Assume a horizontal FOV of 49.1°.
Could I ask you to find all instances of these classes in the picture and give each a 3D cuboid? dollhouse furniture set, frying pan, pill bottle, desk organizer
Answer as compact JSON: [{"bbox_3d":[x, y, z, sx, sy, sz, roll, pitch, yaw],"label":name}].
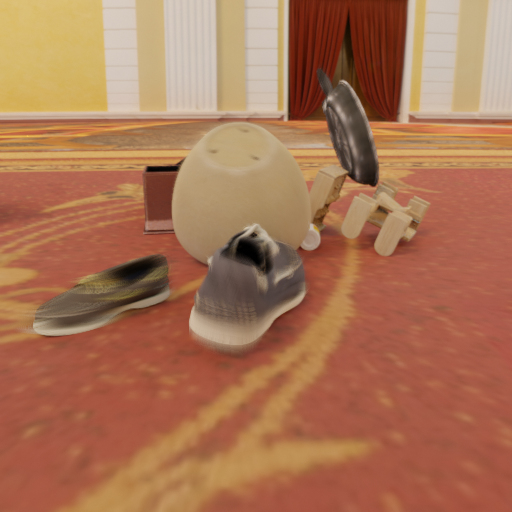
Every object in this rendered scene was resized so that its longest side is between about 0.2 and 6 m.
[{"bbox_3d":[1.791,-0.617,9.703,1.844,1.200,1.694,30,27,18],"label":"dollhouse furniture set"},{"bbox_3d":[1.499,-2.690,10.257,0.529,3.249,1.966,-20,-21,0],"label":"frying pan"},{"bbox_3d":[0.876,-0.340,9.337,0.358,0.358,0.645,1,16,4],"label":"pill bottle"},{"bbox_3d":[-1.732,-1.335,11.334,1.045,1.122,2.914,-3,17,-8],"label":"desk organizer"}]

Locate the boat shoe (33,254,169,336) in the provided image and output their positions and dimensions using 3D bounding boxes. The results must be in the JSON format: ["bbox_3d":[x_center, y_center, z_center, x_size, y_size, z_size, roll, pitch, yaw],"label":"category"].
[{"bbox_3d":[-1.735,0.402,6.406,0.607,0.513,1.702,28,34,35],"label":"boat shoe"}]

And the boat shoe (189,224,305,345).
[{"bbox_3d":[0.065,0.115,6.427,0.999,0.862,2.749,16,18,12],"label":"boat shoe"}]

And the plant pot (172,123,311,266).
[{"bbox_3d":[-0.241,-1.054,8.119,2.140,1.437,2.140,-1,53,1],"label":"plant pot"}]
